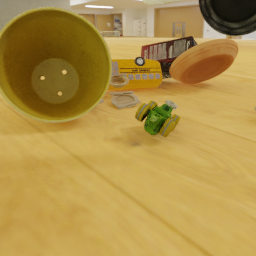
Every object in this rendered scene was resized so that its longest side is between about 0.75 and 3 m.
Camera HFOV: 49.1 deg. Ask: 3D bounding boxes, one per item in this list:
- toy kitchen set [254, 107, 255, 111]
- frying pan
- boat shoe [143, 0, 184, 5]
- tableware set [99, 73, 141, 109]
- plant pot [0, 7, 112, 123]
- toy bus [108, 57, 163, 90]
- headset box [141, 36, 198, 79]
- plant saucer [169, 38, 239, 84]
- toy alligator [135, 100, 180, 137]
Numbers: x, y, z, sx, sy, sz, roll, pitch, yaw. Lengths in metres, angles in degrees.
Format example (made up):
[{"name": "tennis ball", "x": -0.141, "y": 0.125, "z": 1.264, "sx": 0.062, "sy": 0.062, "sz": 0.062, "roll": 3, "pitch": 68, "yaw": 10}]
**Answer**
[{"name": "toy kitchen set", "x": 4.869, "y": -0.423, "z": 7.358, "sx": 1.887, "sy": 1.702, "sz": 1.539, "roll": -42, "pitch": 19, "yaw": 4}, {"name": "frying pan", "x": 2.312, "y": -2.683, "z": 4.828, "sx": 1.431, "sy": 2.366, "sz": 0.385, "roll": 46, "pitch": 21, "yaw": -6}, {"name": "boat shoe", "x": 0.997, "y": -2.365, "z": 3.884, "sx": 1.049, "sy": 0.932, "sz": 2.852, "roll": -29, "pitch": 28, "yaw": -19}, {"name": "tableware set", "x": -0.754, "y": -1.274, "z": 9.508, "sx": 1.977, "sy": 0.275, "sz": 2.367, "roll": -7, "pitch": 38, "yaw": -10}, {"name": "plant pot", "x": -2.070, "y": -1.529, "z": 7.907, "sx": 2.907, "sy": 2.907, "sz": 2.064, "roll": -6, "pitch": -1, "yaw": -15}, {"name": "toy bus", "x": -0.104, "y": -2.101, "z": 10.902, "sx": 2.711, "sy": 1.061, "sz": 0.882, "roll": -6, "pitch": -10, "yaw": -17}, {"name": "headset box", "x": 1.804, "y": -2.864, "z": 11.835, "sx": 2.439, "sy": 0.942, "sz": 1.815, "roll": -3, "pitch": -13, "yaw": 30}, {"name": "plant saucer", "x": 3.070, "y": -2.518, "z": 11.233, "sx": 2.793, "sy": 0.523, "sz": 2.793, "roll": -14, "pitch": -16, "yaw": -4}, {"name": "toy alligator", "x": 0.827, "y": -0.233, "z": 7.075, "sx": 0.870, "sy": 0.631, "sz": 2.625, "roll": 33, "pitch": 19, "yaw": 12}]
